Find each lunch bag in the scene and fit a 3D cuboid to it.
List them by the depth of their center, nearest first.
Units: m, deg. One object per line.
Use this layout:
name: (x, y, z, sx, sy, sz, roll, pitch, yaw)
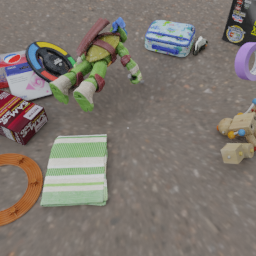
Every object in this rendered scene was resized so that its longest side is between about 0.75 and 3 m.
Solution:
lunch bag: (1.611, -3.447, 10.749, 1.802, 0.743, 1.448, 18, 55, 16)

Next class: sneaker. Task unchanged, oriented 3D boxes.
sneaker: (2.772, -3.135, 10.702, 0.425, 0.396, 1.072, 23, 53, 13)

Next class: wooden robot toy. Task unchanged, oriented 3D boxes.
wooden robot toy: (2.996, 0.148, 7.777, 1.106, 1.074, 2.438, -4, 38, 46)

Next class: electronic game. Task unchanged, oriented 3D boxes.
electronic game: (-2.433, -2.118, 9.247, 1.918, 0.399, 1.918, 28, 40, -26)

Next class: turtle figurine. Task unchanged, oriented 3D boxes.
turtle figurine: (-0.769, -1.528, 8.417, 2.073, 2.881, 2.794, 37, 61, 1)

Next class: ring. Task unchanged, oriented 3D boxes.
ring: (-3.156, 1.432, 6.921, 2.033, 0.195, 2.033, 0, 50, 1)

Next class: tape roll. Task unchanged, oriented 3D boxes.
tape roll: (2.576, -1.377, 5.819, 0.764, 0.764, 0.251, -28, 28, -22)

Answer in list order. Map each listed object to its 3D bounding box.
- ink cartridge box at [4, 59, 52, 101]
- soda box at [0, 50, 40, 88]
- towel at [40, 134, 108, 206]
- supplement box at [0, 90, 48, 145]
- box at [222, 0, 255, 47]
ink cartridge box: (-3.165, -1.494, 8.888, 1.181, 1.203, 0.260, -18, 9, -14)
soda box: (-4.120, -1.904, 9.328, 2.449, 0.857, 0.776, -15, 51, -13)
towel: (-1.296, 1.029, 7.246, 1.570, 0.241, 2.059, -1, 51, -1)
supplement box: (-3.535, -0.396, 8.194, 2.042, 0.622, 1.111, 21, 53, 17)
box: (4.816, -3.777, 10.292, 2.292, 1.836, 0.507, 30, 55, 23)
